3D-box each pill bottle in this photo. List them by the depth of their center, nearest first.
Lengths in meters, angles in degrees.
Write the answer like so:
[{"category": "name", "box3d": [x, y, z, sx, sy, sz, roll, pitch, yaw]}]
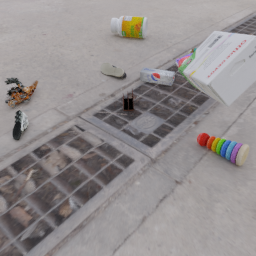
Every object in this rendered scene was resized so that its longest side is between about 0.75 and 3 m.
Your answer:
[{"category": "pill bottle", "box3d": [0.081, -6.867, 18.983, 2.379, 1.321, 1.321, 8, 39, 10]}]

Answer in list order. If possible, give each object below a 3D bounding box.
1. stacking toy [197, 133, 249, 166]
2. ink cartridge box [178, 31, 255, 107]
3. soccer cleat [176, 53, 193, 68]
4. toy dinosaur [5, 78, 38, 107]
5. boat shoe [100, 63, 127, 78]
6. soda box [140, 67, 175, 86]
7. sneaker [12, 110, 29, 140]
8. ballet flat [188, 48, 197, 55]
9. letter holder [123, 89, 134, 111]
[{"category": "stacking toy", "box3d": [3.309, 0.670, 10.056, 1.827, 0.780, 0.780, 22, 43, 35]}, {"category": "ink cartridge box", "box3d": [2.887, -1.932, 8.714, 1.815, 1.053, 2.507, -46, 22, 9]}, {"category": "soccer cleat", "box3d": [3.326, -3.127, 12.461, 2.480, 0.846, 0.908, -20, 39, -14]}, {"category": "toy dinosaur", "box3d": [-4.942, -1.649, 13.000, 1.316, 0.991, 1.939, 29, 26, 12]}, {"category": "boat shoe", "box3d": [-0.780, -3.013, 14.939, 1.728, 0.628, 0.542, 26, 2, 36]}, {"category": "soda box", "box3d": [1.491, -2.634, 14.277, 1.698, 0.539, 0.580, 13, 40, 15]}, {"category": "sneaker", "box3d": [-4.194, -0.054, 11.109, 0.476, 0.569, 1.286, -16, 58, 23]}, {"category": "ballet flat", "box3d": [3.807, -4.425, 16.725, 0.462, 0.433, 1.278, -4, 38, 27]}, {"category": "letter holder", "box3d": [0.007, -1.303, 12.498, 0.473, 0.668, 0.940, -2, 39, -2]}]
